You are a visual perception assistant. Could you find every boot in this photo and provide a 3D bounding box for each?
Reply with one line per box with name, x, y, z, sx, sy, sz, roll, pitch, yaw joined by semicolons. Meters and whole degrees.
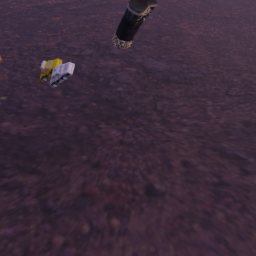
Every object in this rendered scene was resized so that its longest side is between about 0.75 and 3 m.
boot;0.199;-3.236;8.425;0.678;1.395;1.853;31;39;-3

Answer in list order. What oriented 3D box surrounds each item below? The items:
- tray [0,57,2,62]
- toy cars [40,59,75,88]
tray;-3.895;-1.642;6.572;2.669;1.316;0.494;-18;8;46
toy cars;-1.973;-1.511;7.357;0.778;0.384;1.737;-58;37;-2
